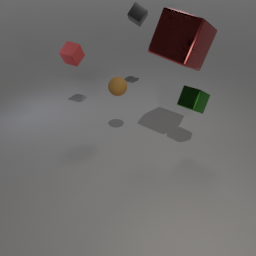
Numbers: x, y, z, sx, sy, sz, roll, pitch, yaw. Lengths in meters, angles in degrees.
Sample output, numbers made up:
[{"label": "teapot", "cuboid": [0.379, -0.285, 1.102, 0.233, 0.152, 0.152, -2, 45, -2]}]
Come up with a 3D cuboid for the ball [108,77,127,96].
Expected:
[{"label": "ball", "cuboid": [-0.376, -1.514, 10.215, 0.700, 0.700, 0.700, 0, 30, 0]}]

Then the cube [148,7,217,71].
[{"label": "cube", "cuboid": [1.734, -2.775, 8.881, 1.400, 1.400, 1.400, 30, 19, 27]}]

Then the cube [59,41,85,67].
[{"label": "cube", "cuboid": [-2.410, -3.196, 12.082, 0.700, 0.700, 0.700, 20, 68, 24]}]

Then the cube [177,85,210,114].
[{"label": "cube", "cuboid": [2.223, -0.961, 9.506, 0.700, 0.700, 0.700, 13, 10, -47]}]

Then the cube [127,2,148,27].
[{"label": "cube", "cuboid": [0.465, -5.394, 13.330, 0.700, 0.700, 0.700, 35, 6, 3]}]
